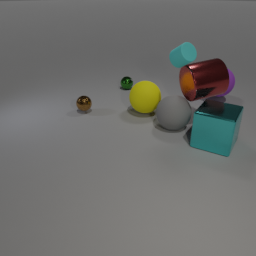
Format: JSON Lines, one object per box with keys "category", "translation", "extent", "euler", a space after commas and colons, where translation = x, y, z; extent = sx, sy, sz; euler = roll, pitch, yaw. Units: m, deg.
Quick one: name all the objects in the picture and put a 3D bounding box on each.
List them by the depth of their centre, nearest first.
{"category": "cylinder", "translation": [1.950, -2.582, 9.953], "extent": [0.700, 0.700, 0.700], "euler": [-18, 0, -30]}
{"category": "cube", "translation": [3.179, -0.049, 10.041], "extent": [1.400, 1.400, 1.400], "euler": [15, 32, 26]}
{"category": "cylinder", "translation": [2.872, -1.836, 10.690], "extent": [1.400, 1.400, 1.400], "euler": [-14, 30, -10]}
{"category": "ball", "translation": [1.816, -0.618, 11.123], "extent": [1.400, 1.400, 1.400], "euler": [0, 28, 0]}
{"category": "ball", "translation": [0.751, -1.352, 12.232], "extent": [1.400, 1.400, 1.400], "euler": [0, 28, 0]}
{"category": "ball", "translation": [-1.970, -1.104, 12.543], "extent": [0.700, 0.700, 0.700], "euler": [0, 28, 0]}
{"category": "ball", "translation": [4.397, -2.218, 13.447], "extent": [1.400, 1.400, 1.400], "euler": [0, 28, 0]}
{"category": "ball", "translation": [-0.062, -2.467, 15.304], "extent": [0.700, 0.700, 0.700], "euler": [0, 28, 0]}
